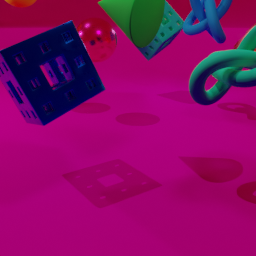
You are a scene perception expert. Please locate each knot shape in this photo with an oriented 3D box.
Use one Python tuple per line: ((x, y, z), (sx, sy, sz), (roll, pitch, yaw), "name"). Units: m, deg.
((2.275, -3.406, 7.932), (0.862, 1.745, 1.865), (-14, 41, -18), "knot shape")
((1.654, -0.966, 4.262), (1.487, 0.687, 1.391), (-31, 5, 31), "knot shape")

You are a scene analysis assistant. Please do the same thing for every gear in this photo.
((3.155, -2.262, 6.475), (0.365, 1.975, 1.975), (42, 27, -1), "gear")

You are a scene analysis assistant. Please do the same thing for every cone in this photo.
((-0.100, -2.075, 4.868), (1.088, 1.084, 1.084), (25, 31, 25), "cone")

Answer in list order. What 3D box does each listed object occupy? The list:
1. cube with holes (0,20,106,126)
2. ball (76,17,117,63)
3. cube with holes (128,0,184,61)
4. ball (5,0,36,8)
((-1.316, -0.842, 4.569), (1.154, 1.154, 1.154), (-35, 20, -25), "cube with holes")
((-0.876, -2.361, 7.564), (1.167, 1.167, 1.167), (0, 22, 0), "ball")
((0.942, -3.434, 9.792), (1.269, 1.269, 1.269), (-42, 1, -24), "cube with holes")
((-3.169, -4.148, 8.127), (1.196, 1.196, 1.196), (0, 22, 0), "ball")
